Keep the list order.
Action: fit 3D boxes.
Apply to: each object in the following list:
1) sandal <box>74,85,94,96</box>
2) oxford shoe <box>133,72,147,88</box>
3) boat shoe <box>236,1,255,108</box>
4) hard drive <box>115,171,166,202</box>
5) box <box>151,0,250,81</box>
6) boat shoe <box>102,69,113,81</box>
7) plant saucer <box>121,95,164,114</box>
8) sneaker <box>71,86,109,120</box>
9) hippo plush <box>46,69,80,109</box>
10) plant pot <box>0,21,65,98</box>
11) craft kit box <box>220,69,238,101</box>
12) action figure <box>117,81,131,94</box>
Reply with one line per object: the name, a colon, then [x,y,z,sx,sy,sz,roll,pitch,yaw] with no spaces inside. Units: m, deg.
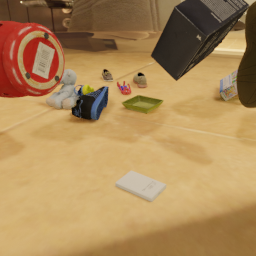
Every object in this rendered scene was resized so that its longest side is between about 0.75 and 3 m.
sandal: [-1.933,-1.594,12.490,0.689,0.629,1.582,5,-9,8]
oxford shoe: [0.712,-2.831,15.727,0.684,0.714,1.933,-5,25,-12]
boat shoe: [3.684,-1.946,7.589,0.965,2.938,1.050,8,-3,-41]
hard drive: [0.315,1.412,6.900,1.055,0.141,0.696,17,29,32]
box: [2.305,-3.199,9.352,2.377,2.337,1.395,-40,81,-26]
boat shoe: [-1.240,-3.158,16.759,0.570,0.472,1.587,-6,25,-14]
plant saucer: [0.639,-1.003,12.094,1.376,0.329,1.374,16,29,32]
sneaker: [-1.488,-1.148,11.667,1.062,0.956,2.727,7,25,5]
hippo plush: [-2.684,-1.751,12.272,1.920,1.544,1.529,-4,24,-9]
plant pot: [-3.019,-1.870,7.708,1.947,2.138,2.138,8,24,35]
craft kit box: [5.632,-2.513,13.463,2.487,0.611,2.518,-37,8,29]
action figure: [-0.192,-2.072,14.432,0.581,0.459,1.775,-3,27,-14]
